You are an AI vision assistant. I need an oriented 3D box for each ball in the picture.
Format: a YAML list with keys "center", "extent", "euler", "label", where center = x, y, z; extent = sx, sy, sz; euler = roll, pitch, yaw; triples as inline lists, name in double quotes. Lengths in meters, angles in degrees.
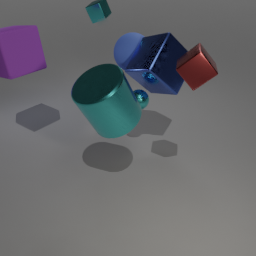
- center: [0.175, -2.749, 10.227]
  extent: [1.400, 1.400, 1.400]
  euler: [0, 31, 0]
  label: "ball"
- center: [0.368, -0.961, 9.498]
  extent: [0.700, 0.700, 0.700]
  euler: [0, 31, 0]
  label: "ball"

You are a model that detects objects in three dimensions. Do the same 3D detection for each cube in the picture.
- center: [-3.775, -2.522, 9.182]
  extent: [1.400, 1.400, 1.400]
  euler: [16, 34, 37]
  label: "cube"
- center: [-1.230, -4.939, 11.770]
  extent: [0.700, 0.700, 0.700]
  euler: [-5, 39, 29]
  label: "cube"
- center: [1.034, -2.060, 9.188]
  extent: [1.400, 1.400, 1.400]
  euler: [15, 75, 56]
  label: "cube"
- center: [1.645, -1.470, 6.716]
  extent: [0.700, 0.700, 0.700]
  euler: [-34, 20, 29]
  label: "cube"

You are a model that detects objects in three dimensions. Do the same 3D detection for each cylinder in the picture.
- center: [-0.520, -0.677, 7.212]
  extent: [1.400, 1.400, 1.400]
  euler: [-14, 48, 16]
  label: "cylinder"
